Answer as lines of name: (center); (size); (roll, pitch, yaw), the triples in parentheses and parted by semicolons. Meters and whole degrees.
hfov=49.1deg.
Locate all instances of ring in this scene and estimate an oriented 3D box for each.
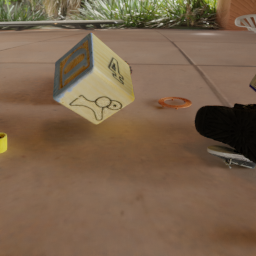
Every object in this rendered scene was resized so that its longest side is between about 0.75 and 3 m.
ring: (1.877, -0.999, 11.241); (1.337, 0.128, 1.337); (1, 25, 0)

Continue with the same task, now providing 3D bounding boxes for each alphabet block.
alphabet block: (-1.008, -1.389, 8.237); (1.653, 1.692, 1.661); (-29, 48, 27)

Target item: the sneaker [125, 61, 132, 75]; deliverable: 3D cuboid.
sneaker: (-0.930, -2.159, 13.020); (2.703, 1.052, 1.110); (-35, 5, -40)

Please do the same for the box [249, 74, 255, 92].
box: (5.229, -0.707, 7.422); (2.971, 1.559, 2.732); (29, 22, -8)

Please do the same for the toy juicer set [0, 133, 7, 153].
toy juicer set: (-4.528, 0.503, 7.209); (1.526, 0.653, 2.398); (18, 30, 35)

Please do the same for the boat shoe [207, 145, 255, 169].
boat shoe: (2.562, 0.744, 6.971); (1.211, 0.414, 0.447); (10, 22, 6)

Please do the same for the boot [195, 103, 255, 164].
boot: (3.488, 0.054, 7.184); (2.250, 1.133, 3.010); (0, 22, -38)
